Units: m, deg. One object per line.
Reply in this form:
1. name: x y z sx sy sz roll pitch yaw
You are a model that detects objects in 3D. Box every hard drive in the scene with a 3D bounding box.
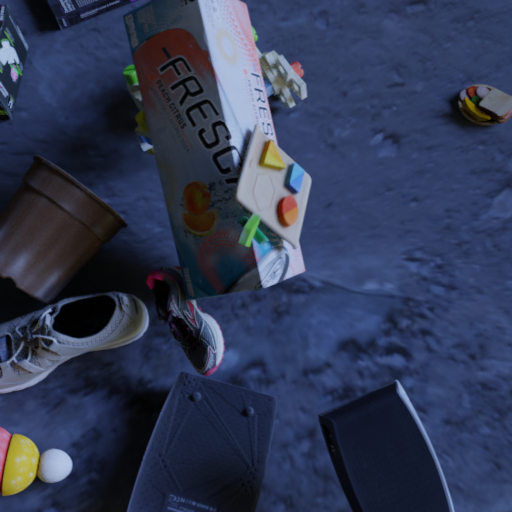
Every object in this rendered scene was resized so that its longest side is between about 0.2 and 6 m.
1. hard drive: 1.680 2.680 7.038 1.280 0.402 1.897 -22 88 -5
2. hard drive: -0.766 3.141 8.166 1.748 0.549 2.592 14 60 5

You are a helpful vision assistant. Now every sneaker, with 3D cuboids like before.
1. sneaker: -3.287 1.169 8.739 3.057 1.253 1.142 -23 69 -9
2. sneaker: -1.122 1.001 8.478 0.731 0.677 1.814 -40 69 27

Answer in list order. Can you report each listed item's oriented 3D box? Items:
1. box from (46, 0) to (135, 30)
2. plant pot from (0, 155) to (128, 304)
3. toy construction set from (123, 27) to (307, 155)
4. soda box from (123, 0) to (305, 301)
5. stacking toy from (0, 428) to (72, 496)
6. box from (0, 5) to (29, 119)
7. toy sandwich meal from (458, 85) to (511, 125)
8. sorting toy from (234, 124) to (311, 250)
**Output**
1. box: -3.618 -5.818 12.146 1.952 0.352 1.396 -26 69 -12
2. plant pot: -3.431 -0.351 9.177 1.864 1.864 1.845 34 79 13
3. toy construction set: -0.874 -3.260 10.384 3.529 1.626 2.314 -23 45 -17
4. soda box: -0.584 -1.634 8.445 1.389 1.494 4.370 -12 92 30
5. stacking toy: -3.692 3.061 8.146 1.925 1.407 1.407 11 67 -14
6. box: -5.423 -3.748 10.844 1.382 1.157 1.861 1 67 0
7. toy sandwich meal: 4.505 -3.001 10.956 1.079 0.369 1.079 0 67 0
8. sorting toy: 0.259 -0.733 7.768 0.285 1.430 1.935 -15 48 38
